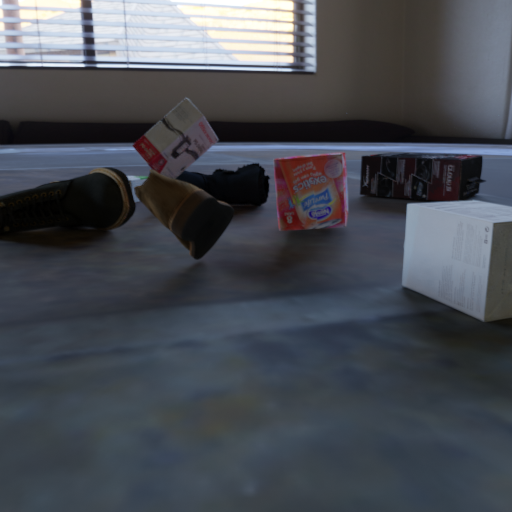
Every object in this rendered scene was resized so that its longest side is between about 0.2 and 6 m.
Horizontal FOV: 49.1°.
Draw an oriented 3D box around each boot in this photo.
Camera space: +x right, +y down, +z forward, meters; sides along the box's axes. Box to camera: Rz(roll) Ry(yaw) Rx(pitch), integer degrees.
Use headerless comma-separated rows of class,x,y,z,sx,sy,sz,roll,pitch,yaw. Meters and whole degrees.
boot,-0.855,-0.534,6.990,0.834,0.813,2.210,34,-6,10
boot,-0.912,-1.519,12.151,2.198,0.999,2.616,-1,7,13
boot,-3.511,-0.746,9.410,2.809,1.088,1.943,-5,11,45

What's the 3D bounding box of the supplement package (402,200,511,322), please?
supplement package,2.405,-0.019,6.066,0.995,1.002,1.320,-6,15,-21

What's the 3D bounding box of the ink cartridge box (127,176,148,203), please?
ink cartridge box,-3.384,-1.623,13.527,1.355,0.570,0.989,4,14,16

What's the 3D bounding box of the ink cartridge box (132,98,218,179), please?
ink cartridge box,-1.444,-2.075,10.244,0.555,1.330,0.966,48,-1,21

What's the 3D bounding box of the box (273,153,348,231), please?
box,0.993,-1.134,9.465,1.066,1.156,2.253,-3,11,11

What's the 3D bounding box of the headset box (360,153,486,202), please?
headset box,4.321,-2.041,14.195,2.762,1.067,2.056,10,17,32
